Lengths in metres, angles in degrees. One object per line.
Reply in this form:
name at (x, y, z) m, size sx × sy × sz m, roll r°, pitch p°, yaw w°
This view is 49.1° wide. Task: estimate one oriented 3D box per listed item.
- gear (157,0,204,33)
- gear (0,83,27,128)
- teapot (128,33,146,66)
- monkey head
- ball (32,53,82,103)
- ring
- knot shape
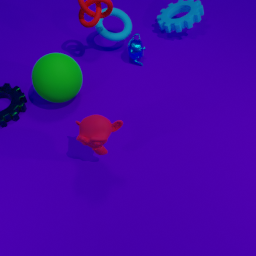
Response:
gear at (1.875, -4.071, 10.122) m, size 1.619 × 0.299 × 1.619 m, roll -14°, pitch 48°, yaw 16°
gear at (-3.701, -0.661, 8.033) m, size 1.507 × 0.279 × 1.507 m, roll 0°, pitch 53°, yaw 0°
teapot at (0.307, -2.550, 9.212) m, size 0.545 × 0.692 × 1.113 m, roll -3°, pitch 94°, yaw 12°
monkey head at (-0.700, 0.144, 6.479) m, size 1.258 × 0.905 × 0.758 m, roll 0°, pitch 53°, yaw 25°
ball at (-1.979, -1.400, 7.876) m, size 1.374 × 1.374 × 1.374 m, roll 0°, pitch 53°, yaw 0°
ring at (-0.492, -3.502, 9.466) m, size 1.285 × 0.257 × 1.285 m, roll 4°, pitch 71°, yaw -13°
knot shape at (-1.079, -3.494, 8.311) m, size 1.115 × 1.043 × 0.515 m, roll 25°, pitch 17°, yaw -21°
